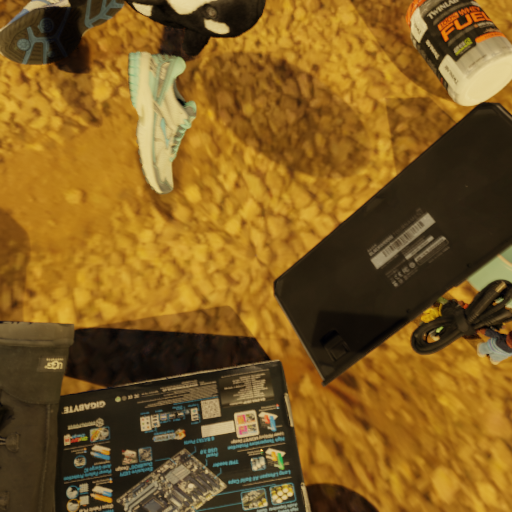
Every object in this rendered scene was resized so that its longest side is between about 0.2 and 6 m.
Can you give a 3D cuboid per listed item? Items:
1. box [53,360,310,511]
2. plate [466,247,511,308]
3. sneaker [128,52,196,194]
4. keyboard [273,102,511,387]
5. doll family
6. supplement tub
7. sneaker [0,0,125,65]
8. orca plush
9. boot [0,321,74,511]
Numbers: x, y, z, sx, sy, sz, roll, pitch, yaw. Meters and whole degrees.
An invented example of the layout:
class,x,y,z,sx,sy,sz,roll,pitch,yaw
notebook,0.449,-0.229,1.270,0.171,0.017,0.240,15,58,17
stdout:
class,x,y,z,sx,sy,sz,roll,pitch,yaw
box,-1.031,3.034,7.701,3.347,0.770,2.660,-9,65,-4
plate,3.152,-0.502,6.986,2.340,0.299,2.340,8,70,-25
sneaker,-1.225,-1.777,7.703,0.849,1.968,0.764,-6,29,-4
keyboard,1.803,0.115,6.025,3.336,0.428,2.003,-42,57,20
doll family,3.146,0.997,8.391,2.087,1.206,0.819,17,67,7
supplement tub,3.808,-4.013,10.551,1.313,1.313,2.143,-22,68,-10
sneaker,-3.950,-4.776,11.174,2.806,1.062,1.081,-40,57,-20
orca plush,-1.111,-2.973,6.942,3.134,1.114,1.649,15,42,26
boot,-3.830,2.647,7.658,2.905,1.157,3.524,-3,80,35
